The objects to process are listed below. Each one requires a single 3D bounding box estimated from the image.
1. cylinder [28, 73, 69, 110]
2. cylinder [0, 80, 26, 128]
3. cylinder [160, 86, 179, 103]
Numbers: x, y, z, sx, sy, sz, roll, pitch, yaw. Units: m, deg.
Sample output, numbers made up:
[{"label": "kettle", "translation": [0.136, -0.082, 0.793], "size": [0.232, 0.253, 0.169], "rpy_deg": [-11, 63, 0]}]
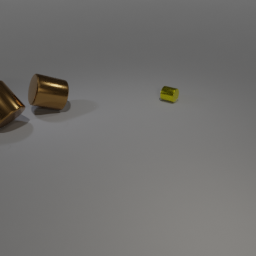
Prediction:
[{"label": "cylinder", "translation": [-3.556, -1.589, 12.484], "size": [1.400, 1.400, 1.400], "rpy_deg": [9, 21, -34]}, {"label": "cylinder", "translation": [-5.110, -0.935, 11.177], "size": [1.400, 1.400, 1.400], "rpy_deg": [-40, 6, 5]}, {"label": "cylinder", "translation": [2.046, -1.665, 13.764], "size": [0.700, 0.700, 0.700], "rpy_deg": [18, 34, 30]}]
